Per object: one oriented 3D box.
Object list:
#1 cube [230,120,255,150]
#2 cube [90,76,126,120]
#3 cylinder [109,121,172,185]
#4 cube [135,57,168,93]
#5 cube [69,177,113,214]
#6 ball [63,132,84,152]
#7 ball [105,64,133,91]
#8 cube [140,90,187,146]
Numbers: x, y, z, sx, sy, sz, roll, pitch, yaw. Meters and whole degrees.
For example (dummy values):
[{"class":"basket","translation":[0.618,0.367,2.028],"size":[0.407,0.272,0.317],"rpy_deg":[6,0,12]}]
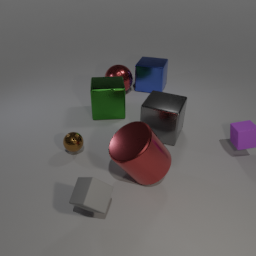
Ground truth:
[{"class":"cube","translation":[3.890,0.231,9.371],"size":[0.700,0.700,0.700],"rpy_deg":[-9,25,1]},{"class":"cube","translation":[-0.856,-1.300,12.023],"size":[1.400,1.400,1.400],"rpy_deg":[-3,32,-4]},{"class":"cylinder","translation":[0.372,0.752,8.261],"size":[1.400,1.400,1.400],"rpy_deg":[-22,43,22]},{"class":"cube","translation":[1.201,-2.709,14.281],"size":[1.400,1.400,1.400],"rpy_deg":[9,33,14]},{"class":"cube","translation":[-0.922,1.684,7.055],"size":[0.700,0.700,0.700],"rpy_deg":[-11,54,47]},{"class":"ball","translation":[-1.890,0.482,9.687],"size":[0.700,0.700,0.700],"rpy_deg":[0,32,0]},{"class":"ball","translation":[-0.460,-2.423,13.836],"size":[1.400,1.400,1.400],"rpy_deg":[0,32,0]},{"class":"cube","translation":[1.321,-0.409,10.531],"size":[1.400,1.400,1.400],"rpy_deg":[14,35,17]}]
